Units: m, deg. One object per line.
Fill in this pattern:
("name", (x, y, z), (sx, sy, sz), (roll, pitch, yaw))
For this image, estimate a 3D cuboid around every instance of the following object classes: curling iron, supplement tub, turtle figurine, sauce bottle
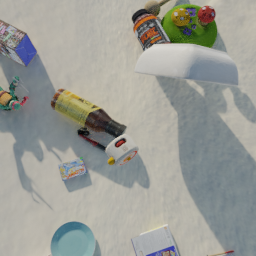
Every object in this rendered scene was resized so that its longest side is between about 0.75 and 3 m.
("curling iron", (-1.001, 0.455, 9.007), (1.514, 0.194, 0.375), (35, 78, 9))
("supplement tub", (0.767, -3.197, 9.586), (0.932, 0.932, 1.743), (-26, 77, -7))
("turtle figurine", (-4.080, -1.005, 8.997), (1.929, 0.971, 1.444), (23, 59, 23))
("sauce bottle", (-1.225, -0.401, 8.944), (2.498, 0.825, 0.825), (28, 77, 4))

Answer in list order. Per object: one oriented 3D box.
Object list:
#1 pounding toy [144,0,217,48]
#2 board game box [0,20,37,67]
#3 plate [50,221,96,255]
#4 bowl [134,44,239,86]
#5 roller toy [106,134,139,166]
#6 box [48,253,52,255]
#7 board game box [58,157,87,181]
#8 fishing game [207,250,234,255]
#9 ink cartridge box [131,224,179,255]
("pounding toy", (1.979, -3.846, 9.586), (2.060, 1.238, 2.669), (-33, 78, -8))
("board game box", (-3.986, -2.890, 9.379), (1.449, 1.155, 0.702), (29, 76, 7))
("plate", (-1.604, 3.403, 8.198), (1.310, 0.167, 1.310), (2, 72, -7))
("bowl", (1.702, -1.837, 8.100), (2.462, 2.465, 0.920), (0, 102, -35))
("roller toy", (-0.133, 0.578, 6.959), (0.559, 0.800, 0.730), (50, 118, 19))
("box", (-2.781, 4.198, 7.969), (1.580, 0.327, 0.306), (-36, 78, -10))
("board game box", (-1.739, 1.291, 8.816), (0.801, 0.138, 0.542), (-19, 76, -5))
("fishing game", (2.806, 4.450, 7.940), (1.235, 0.268, 1.725), (-8, 75, -5))
("ink cartridge box", (0.813, 3.579, 8.166), (1.178, 0.277, 1.164), (-18, 78, -3))
